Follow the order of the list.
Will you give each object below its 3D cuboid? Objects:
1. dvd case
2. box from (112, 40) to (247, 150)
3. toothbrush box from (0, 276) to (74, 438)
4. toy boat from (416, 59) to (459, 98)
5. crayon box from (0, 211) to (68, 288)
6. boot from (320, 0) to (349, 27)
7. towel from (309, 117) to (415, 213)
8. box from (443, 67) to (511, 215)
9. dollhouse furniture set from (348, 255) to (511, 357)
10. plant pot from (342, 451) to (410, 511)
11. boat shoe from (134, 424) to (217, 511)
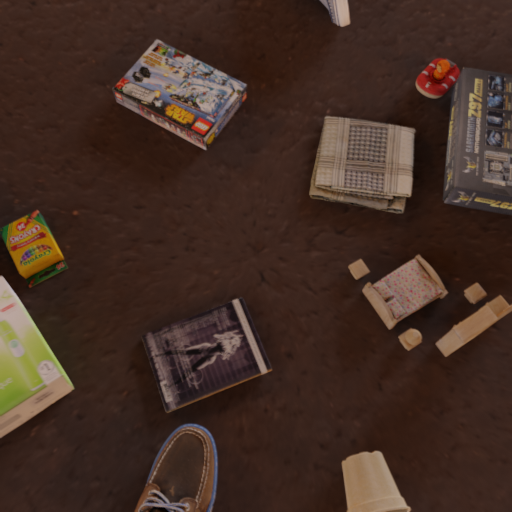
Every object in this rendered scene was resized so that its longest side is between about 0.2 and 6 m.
[{"bbox_3d":[-0.874,1.693,9.770,1.919,0.153,1.427,-21,67,-7],"label":"dvd case"},{"bbox_3d":[-1.586,-3.410,11.770,2.337,0.466,1.600,30,70,12],"label":"box"},{"bbox_3d":[-4.319,1.698,9.282,1.574,0.931,2.162,-32,68,-20],"label":"toothbrush box"},{"bbox_3d":[3.876,-3.851,11.844,0.677,0.678,1.038,39,72,15],"label":"toy boat"},{"bbox_3d":[-4.160,-0.140,10.476,0.803,0.321,1.264,-30,71,-12],"label":"crayon box"},{"bbox_3d":[1.270,-6.276,12.832,1.287,1.037,2.850,-14,65,10],"label":"boot"},{"bbox_3d":[2.155,-1.878,11.194,1.939,0.348,2.014,10,68,4],"label":"towel"},{"bbox_3d":[5.038,-2.247,11.130,2.292,0.742,2.907,10,68,3],"label":"box"},{"bbox_3d":[3.089,0.483,9.789,1.923,1.101,2.255,-30,70,-12],"label":"dollhouse furniture set"},{"bbox_3d":[1.757,3.563,8.648,0.986,0.986,0.903,-9,56,-4],"label":"plant pot"},{"bbox_3d":[-1.322,4.009,8.290,1.103,1.105,3.053,13,68,6],"label":"boat shoe"}]
